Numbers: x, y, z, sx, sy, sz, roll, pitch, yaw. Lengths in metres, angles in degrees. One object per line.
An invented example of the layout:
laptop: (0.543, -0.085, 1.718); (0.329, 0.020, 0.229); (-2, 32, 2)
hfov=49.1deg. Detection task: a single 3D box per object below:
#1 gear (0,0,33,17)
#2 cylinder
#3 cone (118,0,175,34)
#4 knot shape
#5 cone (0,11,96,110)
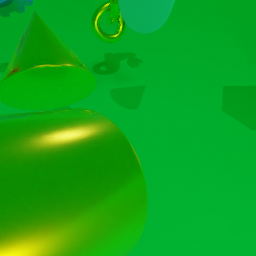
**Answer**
gear: (-3.365, -3.371, 6.829); (1.971, 1.971, 0.365); (-7, 84, -7)
cylinder: (-0.634, 0.467, 1.645); (1.103, 1.103, 1.103); (36, 28, 31)
cone: (0.616, -2.434, 5.303); (1.146, 1.146, 1.150); (29, 35, 27)
knot shape: (-0.409, -3.156, 7.846); (0.763, 1.651, 1.545); (28, 95, 16)
cone: (-1.557, -1.410, 5.051); (1.665, 1.665, 1.672); (-11, 74, -11)
